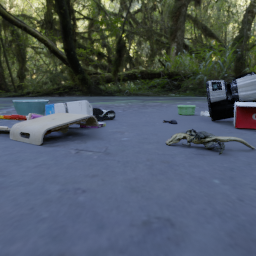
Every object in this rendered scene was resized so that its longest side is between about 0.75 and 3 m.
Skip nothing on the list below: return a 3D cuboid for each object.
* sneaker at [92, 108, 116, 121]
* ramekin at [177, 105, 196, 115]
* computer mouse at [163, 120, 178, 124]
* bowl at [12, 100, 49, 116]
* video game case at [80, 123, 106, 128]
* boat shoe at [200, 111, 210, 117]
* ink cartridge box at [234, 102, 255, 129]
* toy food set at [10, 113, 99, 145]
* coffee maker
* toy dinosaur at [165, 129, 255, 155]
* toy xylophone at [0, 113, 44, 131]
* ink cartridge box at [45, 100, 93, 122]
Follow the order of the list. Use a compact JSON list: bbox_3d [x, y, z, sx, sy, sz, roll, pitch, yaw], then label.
[{"bbox_3d":[-1.521,-0.618,13.840,1.654,0.624,0.952,3,-5,-41],"label":"sneaker"},{"bbox_3d":[3.459,-1.054,16.578,1.076,0.525,1.076,0,8,0],"label":"ramekin"},{"bbox_3d":[1.870,-0.301,12.567,0.548,0.180,0.780,-1,8,-10],"label":"computer mouse"},{"bbox_3d":[-5.047,-0.983,14.614,1.806,0.945,1.806,0,9,0],"label":"bowl"},{"bbox_3d":[-1.425,-0.121,11.414,0.828,0.148,0.750,3,9,21],"label":"video game case"},{"bbox_3d":[4.376,-0.802,15.596,0.315,0.310,0.887,-4,9,-24],"label":"boat shoe"},{"bbox_3d":[5.349,-0.460,10.810,2.331,0.977,2.047,3,9,20],"label":"ink cartridge box"},{"bbox_3d":[-2.313,0.044,8.973,1.654,0.696,2.305,7,19,39],"label":"toy food set"},{"bbox_3d":[5.053,-1.159,12.850,2.673,2.567,1.800,-8,24,20],"label":"coffee maker"},{"bbox_3d":[2.057,0.323,7.182,2.308,0.548,1.017,6,3,19],"label":"toy dinosaur"},{"bbox_3d":[-4.161,-0.216,9.634,2.352,0.591,1.722,2,-3,9],"label":"toy xylophone"},{"bbox_3d":[-2.245,-0.560,10.899,1.577,0.677,1.155,-5,-10,4],"label":"ink cartridge box"}]
